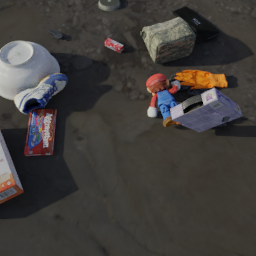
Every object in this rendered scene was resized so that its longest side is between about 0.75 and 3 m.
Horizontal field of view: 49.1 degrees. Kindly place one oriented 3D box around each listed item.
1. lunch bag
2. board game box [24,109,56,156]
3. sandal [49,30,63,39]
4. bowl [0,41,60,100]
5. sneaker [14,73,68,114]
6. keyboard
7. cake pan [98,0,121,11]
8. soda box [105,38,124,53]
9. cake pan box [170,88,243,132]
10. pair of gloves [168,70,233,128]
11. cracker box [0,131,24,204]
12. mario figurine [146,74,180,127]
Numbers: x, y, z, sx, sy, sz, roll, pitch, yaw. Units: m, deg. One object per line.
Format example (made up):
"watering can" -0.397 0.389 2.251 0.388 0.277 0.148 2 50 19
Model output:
"lunch bag" 1.711 -3.866 12.019 1.960 1.366 1.644 -19 64 -11
"board game box" -3.200 0.131 10.318 0.976 0.184 1.895 -3 59 -3
"sandal" -3.331 -4.329 13.030 0.344 0.194 0.905 -33 55 -26
"bowl" -4.304 -2.593 11.334 2.834 1.274 2.834 0 58 0
"sneaker" -3.190 -1.248 10.732 2.204 0.830 0.971 -33 52 -7
"keyboard" 3.017 -4.892 13.316 1.588 0.257 2.499 -29 62 -22
"cake pan" -0.954 -6.399 14.238 1.150 0.211 1.150 0 59 0
"soda box" -0.621 -3.709 12.577 0.864 0.274 0.303 30 64 16
"cake pan box" 2.513 -0.503 9.085 1.807 1.664 0.473 19 54 -41
"pair of gloves" 2.844 -1.208 11.036 2.499 0.347 2.805 1 60 1
"cracker box" -4.924 1.254 9.256 1.915 0.825 2.859 -26 62 -15
"mario figurine" 1.424 -1.092 10.775 1.377 1.182 2.230 -3 59 -33
